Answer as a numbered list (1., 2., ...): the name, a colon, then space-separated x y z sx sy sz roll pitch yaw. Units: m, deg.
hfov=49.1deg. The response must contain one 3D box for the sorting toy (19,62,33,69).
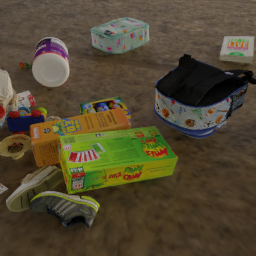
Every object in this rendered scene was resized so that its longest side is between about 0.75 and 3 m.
1. sorting toy: -4.788 -2.865 13.080 0.761 0.264 0.262 11 63 16

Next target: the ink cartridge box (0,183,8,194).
1. ink cartridge box: -3.348 1.477 6.940 0.769 0.419 0.194 -29 32 20

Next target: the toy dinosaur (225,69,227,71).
1. toy dinosaur: 4.209 -2.375 12.359 0.622 0.335 1.411 -26 44 -8

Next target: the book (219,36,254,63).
1. book: 5.569 -4.020 14.303 1.520 0.547 2.276 10 42 17

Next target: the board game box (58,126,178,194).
1. board game box: -0.318 0.782 7.783 2.967 0.706 1.507 -6 39 -22

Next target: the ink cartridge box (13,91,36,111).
1. ink cartridge box: -4.055 -1.016 10.630 0.866 0.371 0.639 -23 45 -26

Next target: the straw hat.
1. straw hat: -3.374 0.681 8.474 1.074 0.454 1.074 1 35 -1

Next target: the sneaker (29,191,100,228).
1. sneaker: -1.577 1.990 6.753 1.716 0.634 0.694 3 42 5

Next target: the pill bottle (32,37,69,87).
1. pill bottle: -3.335 -2.993 12.193 1.460 1.460 2.596 -7 39 -9

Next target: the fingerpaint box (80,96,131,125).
1. fingerpaint box: -0.810 -0.466 9.802 1.522 0.558 1.270 -12 41 -14

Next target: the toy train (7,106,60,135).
1. toy train: -2.977 -0.357 9.581 1.955 0.828 1.131 -4 26 -5

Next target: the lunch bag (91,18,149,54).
1. lunch bag: -0.487 -5.025 14.986 2.891 1.114 2.318 -30 47 -31

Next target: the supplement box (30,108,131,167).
1. supplement box: -1.428 0.248 8.591 2.922 1.005 0.972 -14 41 -13

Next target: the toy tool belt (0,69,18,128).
1. toy tool belt: -4.782 -0.729 9.570 1.800 1.771 2.882 14 36 -35

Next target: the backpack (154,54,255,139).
1. backpack: 2.169 -0.968 9.170 2.697 2.181 2.832 -26 40 -37

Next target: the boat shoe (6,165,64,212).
1. boat shoe: -2.491 1.543 7.341 0.571 0.624 1.670 22 34 29
